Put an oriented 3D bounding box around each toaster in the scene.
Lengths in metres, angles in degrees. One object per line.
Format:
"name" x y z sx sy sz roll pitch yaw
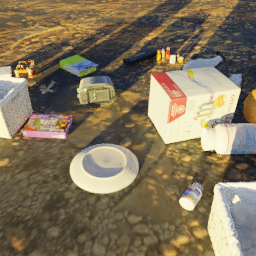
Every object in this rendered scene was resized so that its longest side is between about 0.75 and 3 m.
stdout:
"toaster" -1.300 -1.656 12.262 1.824 1.036 1.178 -8 36 -7

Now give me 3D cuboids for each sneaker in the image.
"sneaker" 5.175 -2.259 13.584 0.633 0.496 1.274 5 28 17

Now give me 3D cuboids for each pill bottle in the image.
"pill bottle" 1.850 1.935 8.053 0.439 0.439 0.784 23 44 27
"pill bottle" 3.566 0.373 9.594 1.917 1.042 1.042 -1 37 1

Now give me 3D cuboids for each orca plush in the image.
"orca plush" 3.659 -3.186 14.331 2.602 1.369 0.925 -38 10 -15

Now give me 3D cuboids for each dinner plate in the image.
"dinner plate" -0.770 1.185 9.206 2.265 0.274 2.265 1 38 -1

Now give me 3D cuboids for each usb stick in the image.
"usb stick" 0.743 -4.021 15.884 2.335 0.381 0.647 -28 46 -31

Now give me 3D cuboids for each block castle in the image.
"block castle" -5.176 -2.923 14.284 0.878 0.616 1.314 -8 36 -3

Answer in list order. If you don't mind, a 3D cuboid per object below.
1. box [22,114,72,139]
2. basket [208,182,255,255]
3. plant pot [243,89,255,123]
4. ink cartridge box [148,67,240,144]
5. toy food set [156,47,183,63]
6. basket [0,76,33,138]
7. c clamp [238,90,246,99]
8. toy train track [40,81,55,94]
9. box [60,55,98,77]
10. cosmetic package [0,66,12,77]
"box" -3.071 -0.092 10.794 1.618 0.316 1.107 2 37 3
"basket" 3.055 2.524 6.206 2.170 1.745 2.151 1 37 0
"plant pot" 5.446 -0.520 9.916 2.441 2.441 2.235 -13 24 -16
"ink cartridge box" 2.370 -0.927 10.524 2.689 1.954 1.945 -11 39 -14
"toy food set" 2.356 -4.121 15.762 1.525 0.686 0.728 2 37 3
"basket" -5.072 -0.859 10.723 2.026 1.630 2.008 8 38 9
"c clamp" 4.537 -1.391 12.602 1.785 0.242 1.525 -16 34 -18
"toy train track" -3.799 -1.978 13.380 0.658 0.187 1.148 8 38 10
"box" -2.580 -3.293 14.869 1.889 0.450 1.152 30 47 33
"cosmetic package" -6.604 -2.743 14.260 1.255 0.324 0.946 -10 37 -13
